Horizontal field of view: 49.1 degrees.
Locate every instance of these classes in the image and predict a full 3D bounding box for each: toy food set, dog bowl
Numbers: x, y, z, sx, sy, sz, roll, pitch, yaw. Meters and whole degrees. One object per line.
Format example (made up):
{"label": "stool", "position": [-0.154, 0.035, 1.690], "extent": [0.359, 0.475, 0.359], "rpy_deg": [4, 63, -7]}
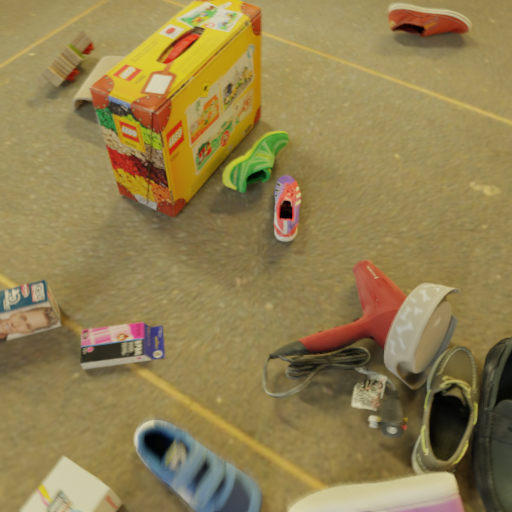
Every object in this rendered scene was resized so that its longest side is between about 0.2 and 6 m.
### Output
{"label": "toy food set", "position": [-3.309, -4.313, 14.524], "extent": [2.536, 0.766, 1.820], "rpy_deg": [7, 54, 16]}
{"label": "dog bowl", "position": [2.842, 1.316, 9.592], "extent": [0.550, 1.876, 1.876], "rpy_deg": [24, 56, 33]}

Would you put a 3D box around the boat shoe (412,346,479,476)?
{"label": "boat shoe", "position": [3.251, 2.497, 9.309], "extent": [0.885, 0.740, 2.477], "rpy_deg": [20, 56, 13]}

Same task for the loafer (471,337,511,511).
{"label": "loafer", "position": [4.106, 2.680, 8.953], "extent": [1.071, 1.108, 3.155], "rpy_deg": [12, 54, 9]}

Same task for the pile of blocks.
{"label": "pile of blocks", "position": [-5.099, -5.198, 15.251], "extent": [0.671, 0.887, 2.161], "rpy_deg": [41, 64, -23]}

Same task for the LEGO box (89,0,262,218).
{"label": "LEGO box", "position": [-1.473, -3.313, 12.263], "extent": [1.541, 2.973, 3.993], "rpy_deg": [24, 56, 18]}

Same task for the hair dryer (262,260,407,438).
{"label": "hair dryer", "position": [1.776, 1.314, 9.980], "extent": [2.581, 0.921, 3.389], "rpy_deg": [19, 48, 12]}

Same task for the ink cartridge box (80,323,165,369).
{"label": "ink cartridge box", "position": [-2.451, 1.628, 10.293], "extent": [1.487, 0.276, 0.704], "rpy_deg": [-6, 53, -7]}

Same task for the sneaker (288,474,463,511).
{"label": "sneaker", "position": [1.754, 4.074, 8.073], "extent": [2.493, 0.904, 1.422], "rpy_deg": [-12, 82, 14]}

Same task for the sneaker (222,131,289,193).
{"label": "sneaker", "position": [0.106, -2.103, 12.866], "extent": [0.824, 0.730, 1.971], "rpy_deg": [40, 69, 16]}

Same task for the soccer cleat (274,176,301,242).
{"label": "soccer cleat", "position": [0.678, -1.171, 12.113], "extent": [0.615, 0.660, 1.804], "rpy_deg": [3, 53, 3]}

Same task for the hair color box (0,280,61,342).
{"label": "hair color box", "position": [-4.608, 1.102, 10.268], "extent": [1.785, 0.893, 0.540], "rpy_deg": [-15, 55, -11]}

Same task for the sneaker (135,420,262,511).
{"label": "sneaker", "position": [-0.965, 3.297, 8.550], "extent": [2.305, 0.948, 0.852], "rpy_deg": [27, 66, 17]}

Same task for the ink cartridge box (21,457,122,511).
{"label": "ink cartridge box", "position": [-2.781, 3.825, 8.214], "extent": [0.918, 0.922, 1.269], "rpy_deg": [26, 58, 18]}

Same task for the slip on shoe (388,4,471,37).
{"label": "slip on shoe", "position": [4.997, -6.696, 16.255], "extent": [2.435, 0.902, 0.745], "rpy_deg": [8, 90, -2]}
